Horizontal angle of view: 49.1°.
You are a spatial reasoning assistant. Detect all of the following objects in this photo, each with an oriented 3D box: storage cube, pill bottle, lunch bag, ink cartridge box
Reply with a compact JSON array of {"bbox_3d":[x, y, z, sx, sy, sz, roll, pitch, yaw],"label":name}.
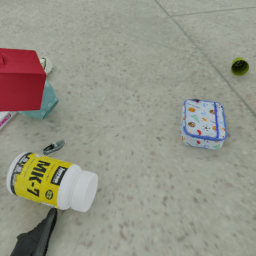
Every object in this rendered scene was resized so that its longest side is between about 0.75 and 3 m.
[{"bbox_3d":[-3.526,-1.479,8.689,1.487,1.654,1.414,-6,46,-32],"label":"storage cube"},{"bbox_3d":[-2.210,1.625,8.393,2.389,1.365,1.365,13,48,12],"label":"pill bottle"},{"bbox_3d":[2.865,-0.223,10.536,1.708,0.805,2.131,8,48,5],"label":"lunch bag"},{"bbox_3d":[-5.302,-0.464,10.993,1.152,0.451,2.433,17,52,16],"label":"ink cartridge box"}]

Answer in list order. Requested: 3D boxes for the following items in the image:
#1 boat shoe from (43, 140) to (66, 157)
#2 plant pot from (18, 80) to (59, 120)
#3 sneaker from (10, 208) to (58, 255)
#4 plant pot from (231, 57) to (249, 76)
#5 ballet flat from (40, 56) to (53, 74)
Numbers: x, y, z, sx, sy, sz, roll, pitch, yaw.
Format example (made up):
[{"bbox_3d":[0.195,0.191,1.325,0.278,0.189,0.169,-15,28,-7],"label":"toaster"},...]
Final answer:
[{"bbox_3d":[-2.639,0.680,10.023,0.914,0.282,0.333,-32,55,-27],"label":"boat shoe"},{"bbox_3d":[-3.443,-1.053,10.854,1.150,1.716,1.716,39,52,-6],"label":"plant pot"},{"bbox_3d":[-2.619,2.989,7.686,0.938,0.540,1.799,8,51,1],"label":"sneaker"},{"bbox_3d":[5.235,-2.971,13.178,0.803,0.803,0.773,10,36,9],"label":"plant pot"},{"bbox_3d":[-4.102,-2.482,12.672,0.820,0.820,2.284,6,48,5],"label":"ballet flat"}]
